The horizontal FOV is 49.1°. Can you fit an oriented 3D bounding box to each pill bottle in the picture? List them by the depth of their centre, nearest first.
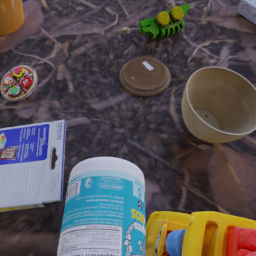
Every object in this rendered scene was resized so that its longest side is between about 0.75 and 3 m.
[{"bbox_3d":[-0.430,1.965,4.823,1.485,1.485,2.681,1,53,1],"label":"pill bottle"}]

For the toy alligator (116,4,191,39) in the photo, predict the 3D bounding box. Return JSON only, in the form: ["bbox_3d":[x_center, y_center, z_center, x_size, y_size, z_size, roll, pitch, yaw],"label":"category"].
[{"bbox_3d":[0.972,-3.299,9.233,2.806,0.832,0.761,-27,102,-16],"label":"toy alligator"}]

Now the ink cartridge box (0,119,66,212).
[{"bbox_3d":[-2.216,0.816,6.152,1.877,0.441,1.855,-7,63,7],"label":"ink cartridge box"}]

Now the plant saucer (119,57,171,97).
[{"bbox_3d":[0.511,-1.613,8.442,1.571,0.231,1.571,0,57,0],"label":"plant saucer"}]

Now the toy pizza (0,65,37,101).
[{"bbox_3d":[-3.186,-1.328,8.091,1.178,0.187,1.178,-4,70,11],"label":"toy pizza"}]

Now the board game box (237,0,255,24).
[{"bbox_3d":[5.766,-4.101,9.806,2.655,0.546,2.648,-31,63,-18],"label":"board game box"}]

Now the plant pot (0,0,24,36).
[{"bbox_3d":[-4.445,-4.326,8.949,2.455,2.247,2.455,0,58,1],"label":"plant pot"}]

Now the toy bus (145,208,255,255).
[{"bbox_3d":[1.491,2.203,4.689,2.634,2.529,1.787,12,60,9],"label":"toy bus"}]

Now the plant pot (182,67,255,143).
[{"bbox_3d":[2.119,-0.370,6.951,1.903,1.278,1.903,6,59,-10],"label":"plant pot"}]
